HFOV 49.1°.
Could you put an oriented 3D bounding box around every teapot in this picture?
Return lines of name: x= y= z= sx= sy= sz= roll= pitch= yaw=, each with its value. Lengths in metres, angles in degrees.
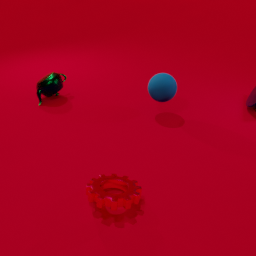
teapot: x=-2.807 y=-1.474 z=10.131 sx=1.002 sy=0.789 sz=1.612 roll=-2 pitch=39 yaw=46

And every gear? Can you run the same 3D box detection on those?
gear: x=-0.297 y=1.324 z=5.926 sx=1.151 sy=0.213 sz=1.151 roll=5 pitch=17 yaw=-1

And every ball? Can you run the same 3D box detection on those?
ball: x=1.086 y=-1.269 z=8.837 sx=0.918 sy=0.918 sz=0.918 roll=0 pitch=32 yaw=0

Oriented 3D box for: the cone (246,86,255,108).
cone: x=5.086 y=-0.892 z=9.194 sx=1.602 sy=1.596 sz=1.596 roll=36 pitch=37 yaw=0
